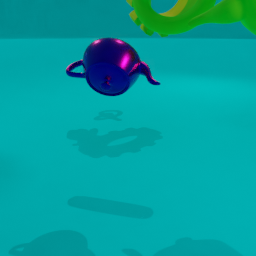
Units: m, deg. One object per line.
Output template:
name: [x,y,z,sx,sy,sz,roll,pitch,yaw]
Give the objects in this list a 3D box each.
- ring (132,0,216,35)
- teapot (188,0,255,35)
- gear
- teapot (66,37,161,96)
ring: [0.677,-2.000,4.136,1.261,1.261,0.252,5,-3,15]
teapot: [1.602,-1.546,3.089,1.888,1.174,0.924,-26,22,0]
gear: [0.910,-3.086,6.528,1.891,1.891,0.350,-9,47,-23]
teapot: [-0.169,-0.653,3.235,1.126,0.700,0.551,5,53,9]
